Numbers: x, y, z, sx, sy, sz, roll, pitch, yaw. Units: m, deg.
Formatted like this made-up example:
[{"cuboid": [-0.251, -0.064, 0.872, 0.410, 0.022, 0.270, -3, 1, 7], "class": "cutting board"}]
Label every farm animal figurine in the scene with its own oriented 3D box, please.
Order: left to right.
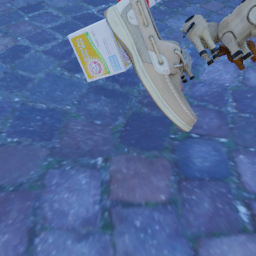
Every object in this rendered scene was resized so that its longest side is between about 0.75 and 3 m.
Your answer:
[{"cuboid": [1.919, -2.065, 6.682, 2.810, 2.269, 1.413, -21, 76, -9], "class": "farm animal figurine"}]

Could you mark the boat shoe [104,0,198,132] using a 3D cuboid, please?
[{"cuboid": [0.623, -1.325, 5.469, 0.952, 1.051, 2.949, -32, 86, 15], "class": "boat shoe"}]

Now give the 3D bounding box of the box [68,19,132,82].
[{"cuboid": [-0.347, -2.313, 7.540, 1.168, 1.296, 2.304, -10, 24, 30], "class": "box"}]

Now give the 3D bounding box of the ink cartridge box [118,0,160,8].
[{"cuboid": [0.401, -4.199, 8.694, 1.087, 0.629, 1.872, 23, 53, 34], "class": "ink cartridge box"}]
